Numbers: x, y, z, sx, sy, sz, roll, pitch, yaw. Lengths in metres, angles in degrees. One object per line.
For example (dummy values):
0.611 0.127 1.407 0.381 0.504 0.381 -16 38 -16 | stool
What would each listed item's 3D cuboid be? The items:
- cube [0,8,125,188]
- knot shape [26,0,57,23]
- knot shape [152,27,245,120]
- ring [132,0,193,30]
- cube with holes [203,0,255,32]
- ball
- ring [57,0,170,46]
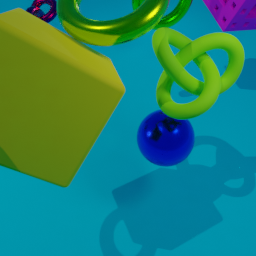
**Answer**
-1.035 -0.401 3.338 1.372 1.372 1.372 25 19 -21 | cube
-2.358 -2.645 7.091 0.620 1.256 1.343 33 60 -26 | knot shape
0.956 -0.793 4.256 1.510 0.698 1.413 20 81 -2 | knot shape
0.804 -2.962 6.322 1.528 1.528 0.306 -16 46 -13 | ring
2.904 -3.358 7.020 1.237 1.237 1.237 -11 65 -22 | cube with holes
0.674 0.174 5.047 1.037 1.037 1.037 0 50 0 | ball
-0.205 -1.689 3.657 1.504 0.301 1.504 -4 63 8 | ring
